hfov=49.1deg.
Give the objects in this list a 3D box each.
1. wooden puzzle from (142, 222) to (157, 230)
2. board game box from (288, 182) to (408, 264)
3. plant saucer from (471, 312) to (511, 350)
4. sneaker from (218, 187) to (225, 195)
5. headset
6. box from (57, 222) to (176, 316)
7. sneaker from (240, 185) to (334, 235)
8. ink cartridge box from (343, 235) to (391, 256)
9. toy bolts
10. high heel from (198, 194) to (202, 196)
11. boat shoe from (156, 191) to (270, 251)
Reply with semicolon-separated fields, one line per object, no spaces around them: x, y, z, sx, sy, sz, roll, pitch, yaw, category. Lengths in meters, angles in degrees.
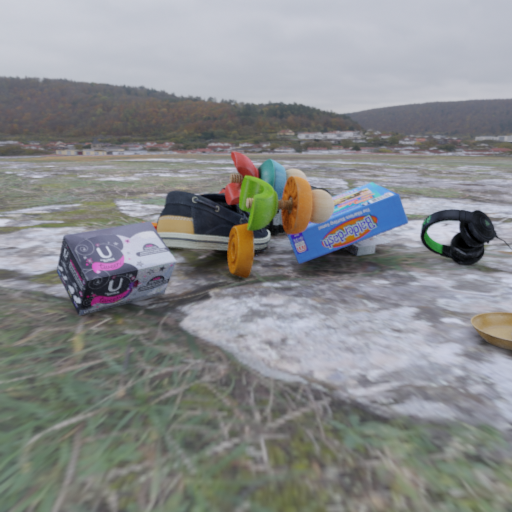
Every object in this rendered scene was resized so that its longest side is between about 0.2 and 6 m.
-1.724;-0.561;12.171;1.852;0.321;2.745;10;12;41;wooden puzzle
1.595;-0.709;10.708;2.002;0.592;2.632;-21;11;7;board game box
3.070;0.912;6.595;1.039;0.184;1.039;0;14;0;plant saucer
-0.729;-1.397;14.793;0.880;0.935;2.284;-8;15;-31;sneaker
3.818;-0.208;9.870;1.815;1.121;0.853;12;56;7;headset
-1.941;0.146;7.814;1.340;0.768;0.885;-14;53;-37;box
0.636;-1.160;13.042;2.807;0.933;1.270;-3;35;-13;sneaker
2.114;-0.302;11.390;0.842;0.211;0.970;-7;24;-25;ink cartridge box
0.313;-0.730;9.301;1.397;1.925;2.015;2;39;-16;toy bolts
-1.444;-1.096;12.941;1.376;0.689;1.931;18;-6;25;high heel
-0.664;-0.634;10.612;1.275;1.064;3.417;2;0;27;boat shoe
